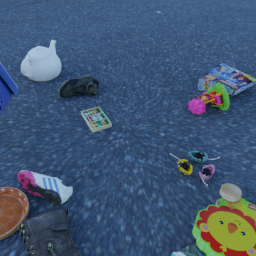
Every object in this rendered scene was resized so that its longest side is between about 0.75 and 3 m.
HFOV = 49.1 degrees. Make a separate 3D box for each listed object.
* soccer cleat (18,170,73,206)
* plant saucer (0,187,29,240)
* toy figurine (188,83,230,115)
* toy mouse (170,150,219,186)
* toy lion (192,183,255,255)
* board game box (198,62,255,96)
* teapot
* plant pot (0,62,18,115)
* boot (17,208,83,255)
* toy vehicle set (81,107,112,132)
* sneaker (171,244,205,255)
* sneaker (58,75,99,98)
[{"bbox_3d":[-2.538,1.763,8.621,1.864,0.651,0.805,23,27,23],"label":"soccer cleat"},{"bbox_3d":[-3.710,2.442,7.970,1.744,0.281,1.744,0,39,0],"label":"plant saucer"},{"bbox_3d":[3.200,-1.129,11.860,1.462,1.193,1.589,-19,21,-8],"label":"toy figurine"},{"bbox_3d":[2.425,1.261,9.358,1.468,0.320,1.652,-16,43,-18],"label":"toy mouse"},{"bbox_3d":[2.972,2.629,7.094,2.443,0.839,2.341,18,35,20],"label":"toy lion"},{"bbox_3d":[4.472,-2.153,13.223,2.141,0.661,2.142,-25,46,-26],"label":"board game box"},{"bbox_3d":[-4.343,-3.352,13.955,1.964,1.454,1.990,-13,48,-14],"label":"teapot"},{"bbox_3d":[-4.957,-1.505,9.571,1.761,1.761,1.583,26,63,33],"label":"plant pot"},{"bbox_3d":[-2.250,3.151,6.783,2.502,0.866,2.178,-16,39,-30],"label":"boot"},{"bbox_3d":[-1.303,-0.370,11.448,0.825,0.176,1.328,-18,43,-21],"label":"toy vehicle set"},{"bbox_3d":[1.936,3.441,6.445,0.883,0.751,1.935,-24,46,-31],"label":"sneaker"},{"bbox_3d":[-2.145,-1.824,12.747,1.980,0.757,1.134,-25,39,-35],"label":"sneaker"}]
